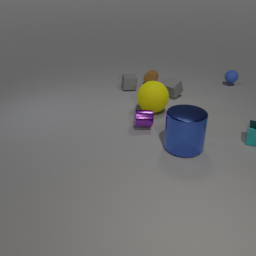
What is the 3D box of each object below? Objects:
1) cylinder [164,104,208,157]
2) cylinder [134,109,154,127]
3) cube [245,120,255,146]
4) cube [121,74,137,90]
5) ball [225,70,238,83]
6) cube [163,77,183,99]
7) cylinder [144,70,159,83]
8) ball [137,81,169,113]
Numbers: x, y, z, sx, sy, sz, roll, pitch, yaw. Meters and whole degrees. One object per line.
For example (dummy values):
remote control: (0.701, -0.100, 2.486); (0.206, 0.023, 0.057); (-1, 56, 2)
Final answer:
cylinder: (1.992, 0.076, 9.755); (1.400, 1.400, 1.400); (0, 28, 0)
cylinder: (0.611, -0.392, 11.126); (0.700, 0.700, 0.700); (2, 29, -6)
cube: (4.748, 0.218, 10.250); (0.700, 0.700, 0.700); (12, 32, 18)
cube: (0.066, -2.446, 14.900); (0.700, 0.700, 0.700); (1, 26, -11)
ball: (5.671, -2.815, 15.322); (0.700, 0.700, 0.700); (0, 29, 0)
cube: (2.236, -2.002, 13.949); (0.700, 0.700, 0.700); (25, 59, 40)
cylinder: (1.292, -2.816, 15.619); (0.700, 0.700, 0.700); (9, 29, 16)
ball: (1.101, -1.375, 12.393); (1.400, 1.400, 1.400); (0, 29, 0)
